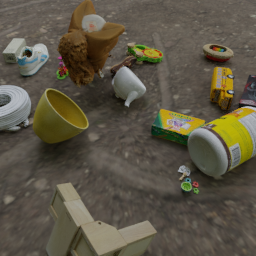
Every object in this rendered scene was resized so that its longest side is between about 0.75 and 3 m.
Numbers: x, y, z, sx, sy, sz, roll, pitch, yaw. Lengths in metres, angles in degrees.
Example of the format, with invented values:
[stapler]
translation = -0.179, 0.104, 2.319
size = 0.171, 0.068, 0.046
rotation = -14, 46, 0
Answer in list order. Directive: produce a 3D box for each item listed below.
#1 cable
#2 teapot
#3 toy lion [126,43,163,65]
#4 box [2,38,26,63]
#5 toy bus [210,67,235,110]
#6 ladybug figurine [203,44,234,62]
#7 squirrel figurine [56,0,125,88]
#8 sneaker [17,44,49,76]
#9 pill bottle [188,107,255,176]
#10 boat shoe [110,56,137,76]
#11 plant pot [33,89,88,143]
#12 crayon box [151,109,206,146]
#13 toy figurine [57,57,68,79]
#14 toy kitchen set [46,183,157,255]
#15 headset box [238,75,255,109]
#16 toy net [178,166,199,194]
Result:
[cable]
translation = -4.800, -0.793, 10.587
size = 2.169, 0.751, 2.169
rotation = -5, 44, -5
[teapot]
translation = -0.087, -1.666, 11.279
size = 1.476, 1.092, 1.495
rotation = 49, 14, 0
[toy lion]
translation = 0.897, -3.711, 13.932
size = 1.542, 0.552, 1.609
rotation = -12, 44, -23
[box]
translation = -5.660, -3.905, 14.048
size = 0.641, 0.533, 1.560
rotation = 3, 43, 3
[toy bus]
translation = 3.875, -1.662, 11.515
size = 0.847, 0.704, 2.163
rotation = 11, 44, 11
[ladybug figurine]
translation = 4.406, -3.660, 13.772
size = 1.533, 0.551, 1.040
rotation = 26, 49, 25
[squirrel figurine]
translation = -1.649, -3.011, 11.266
size = 2.011, 2.652, 2.842
rotation = 34, 65, 7
[sneaker]
translation = -4.463, -3.469, 13.282
size = 0.910, 0.961, 2.379
rotation = 3, 43, 5
[pill bottle]
translation = 3.411, 0.289, 8.860
size = 2.840, 1.551, 1.551
rotation = -23, 48, -23
[boat shoe]
translation = -0.105, -2.820, 12.921
size = 1.518, 0.534, 0.534
rotation = -38, 50, -24
[plant pot]
translation = -2.417, -0.230, 9.339
size = 1.272, 1.792, 1.792
rotation = -43, 46, 14
[crayon box]
translation = 1.781, -0.008, 9.942
size = 1.691, 0.492, 1.004
rotation = 16, 46, 17
[toy figurine]
translation = -2.991, -2.786, 12.651
size = 0.678, 0.831, 0.903
rotation = 7, 44, 8
[toy kitchen set]
translation = -0.840, 2.593, 6.962
size = 1.827, 1.652, 2.025
rotation = 0, 35, -43
[headset box]
translation = 5.210, -0.963, 10.516
size = 1.776, 0.921, 2.386
rotation = 13, 43, 26
[toy net]
translation = 1.838, 1.519, 8.545
size = 0.558, 0.205, 1.063
rotation = 0, 43, 0
